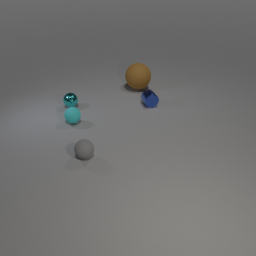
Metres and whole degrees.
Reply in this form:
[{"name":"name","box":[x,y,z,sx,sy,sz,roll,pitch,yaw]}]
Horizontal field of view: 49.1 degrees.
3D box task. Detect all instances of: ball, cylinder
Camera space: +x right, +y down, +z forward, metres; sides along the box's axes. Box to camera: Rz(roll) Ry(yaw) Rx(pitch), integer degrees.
[{"name":"ball","box":[-2.373,-0.549,11.994,0.700,0.700,0.700,0,30,0]},{"name":"ball","box":[0.549,-2.797,15.123,1.400,1.400,1.400,0,30,0]},{"name":"ball","box":[-1.547,0.743,9.870,0.700,0.700,0.700,0,30,0]},{"name":"ball","box":[-2.726,-1.327,13.305,0.700,0.700,0.700,0,30,0]},{"name":"cylinder","box":[1.064,-1.436,13.615,0.700,0.700,0.700,-8,31,-13]}]
